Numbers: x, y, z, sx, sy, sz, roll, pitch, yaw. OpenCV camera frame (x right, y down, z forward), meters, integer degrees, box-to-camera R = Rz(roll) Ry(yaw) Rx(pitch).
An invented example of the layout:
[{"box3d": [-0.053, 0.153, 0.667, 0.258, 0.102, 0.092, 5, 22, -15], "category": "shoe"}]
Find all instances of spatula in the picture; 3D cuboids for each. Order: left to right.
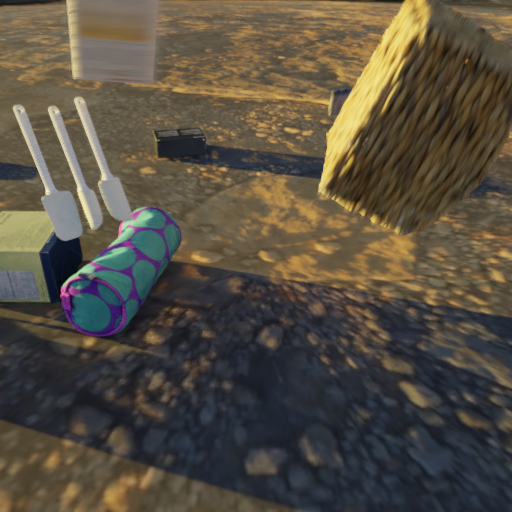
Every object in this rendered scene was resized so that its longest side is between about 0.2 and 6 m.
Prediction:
[{"box3d": [-2.095, -1.032, 6.420, 0.127, 1.582, 1.100, -14, 8, 44], "category": "spatula"}]

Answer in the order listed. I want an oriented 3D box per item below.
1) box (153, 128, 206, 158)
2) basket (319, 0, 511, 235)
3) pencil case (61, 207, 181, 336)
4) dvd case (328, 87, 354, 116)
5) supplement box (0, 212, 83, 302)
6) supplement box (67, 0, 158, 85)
[{"box3d": [-1.920, -2.834, 14.016, 1.217, 0.480, 0.859, -7, 28, -13], "category": "box"}, {"box3d": [2.199, -1.823, 7.487, 1.817, 2.545, 1.896, 25, 36, -6], "category": "basket"}, {"box3d": [-1.972, 0.137, 8.428, 1.079, 0.993, 2.334, 20, 32, 3], "category": "pencil case"}, {"box3d": [2.259, -3.361, 12.047, 1.348, 0.167, 1.013, -7, -9, 2], "category": "dvd case"}, {"box3d": [-3.619, -0.011, 8.762, 1.349, 0.907, 1.351, 0, 30, 1], "category": "supplement box"}, {"box3d": [-1.545, -2.598, 6.068, 0.914, 1.450, 0.533, 0, 59, -14], "category": "supplement box"}]
